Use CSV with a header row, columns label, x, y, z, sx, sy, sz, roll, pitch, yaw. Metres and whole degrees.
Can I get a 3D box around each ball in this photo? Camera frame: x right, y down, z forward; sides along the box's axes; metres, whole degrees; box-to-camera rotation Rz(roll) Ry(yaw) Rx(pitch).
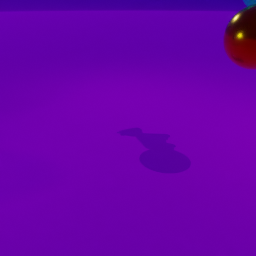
label,x,y,z,sx,sy,sz,roll,pitch,yaw
ball,2.111,-1.487,4.606,1.034,1.034,1.034,0,25,0

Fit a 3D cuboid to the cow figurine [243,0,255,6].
label,x,y,z,sx,sy,sz,roll,pitch,yaw
cow figurine,2.133,-2.674,5.024,1.261,0.703,1.282,11,59,-2
